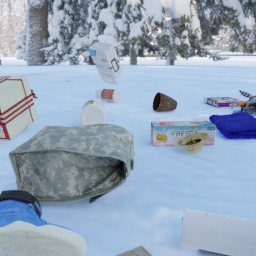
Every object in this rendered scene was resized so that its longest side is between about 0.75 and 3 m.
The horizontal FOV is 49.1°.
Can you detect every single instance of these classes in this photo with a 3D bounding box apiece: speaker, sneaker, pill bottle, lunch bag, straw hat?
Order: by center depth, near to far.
[{"bbox_3d":[1.428,1.506,3.917,1.361,0.553,0.553,5,17,17],"label":"speaker"},{"bbox_3d":[-1.393,1.366,4.084,1.881,0.722,1.047,-3,23,14],"label":"sneaker"},{"bbox_3d":[-0.900,0.643,5.669,2.157,1.268,1.769,-3,16,5],"label":"lunch bag"},{"bbox_3d":[1.844,0.481,7.800,0.937,0.396,0.937,-18,13,4],"label":"straw hat"},{"bbox_3d":[-1.289,-0.586,10.556,0.921,0.921,1.610,-1,16,-4],"label":"pill bottle"},{"bbox_3d":[-1.106,-1.773,15.134,1.244,0.698,0.698,9,18,26],"label":"pill bottle"}]

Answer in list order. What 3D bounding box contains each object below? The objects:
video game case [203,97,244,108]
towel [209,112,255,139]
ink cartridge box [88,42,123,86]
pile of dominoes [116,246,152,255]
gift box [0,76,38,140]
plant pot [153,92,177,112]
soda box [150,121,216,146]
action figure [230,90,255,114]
[{"bbox_3d":[4.958,-1.332,14.337,1.648,0.295,1.494,-3,16,-11],"label":"video game case"},{"bbox_3d":[3.778,-0.067,9.695,1.494,0.501,2.023,-6,16,4],"label":"towel"},{"bbox_3d":[-0.865,-2.692,11.807,0.996,1.718,0.583,23,59,37],"label":"ink cartridge box"},{"bbox_3d":[0.069,1.944,3.270,1.041,0.213,1.335,-9,10,-27],"label":"pile of dominoes"},{"bbox_3d":[-4.248,-0.651,9.372,1.818,1.970,1.839,8,33,13],"label":"gift box"},{"bbox_3d":[1.736,-1.112,12.799,0.951,0.889,0.889,10,12,-18],"label":"plant pot"},{"bbox_3d":[1.632,0.150,8.482,1.885,0.644,0.599,-1,16,-2],"label":"soda box"},{"bbox_3d":[5.396,-1.140,12.375,2.083,1.090,2.015,-5,8,-15],"label":"action figure"}]
